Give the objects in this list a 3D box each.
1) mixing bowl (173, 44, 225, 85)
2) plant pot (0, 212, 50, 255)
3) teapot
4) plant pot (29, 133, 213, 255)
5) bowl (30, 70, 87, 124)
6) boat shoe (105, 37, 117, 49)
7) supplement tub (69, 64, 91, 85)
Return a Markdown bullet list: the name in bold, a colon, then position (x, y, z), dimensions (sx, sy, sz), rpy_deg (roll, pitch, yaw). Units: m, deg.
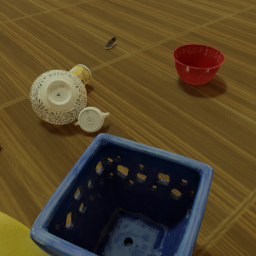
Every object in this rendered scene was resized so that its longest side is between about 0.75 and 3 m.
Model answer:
- **mixing bowl**: position (2.935, -2.615, 12.056), dimensions (2.144, 1.161, 2.144), rpy_deg (1, 42, -1)
- **plant pot**: position (-2.471, 2.863, 5.403), dimensions (1.739, 2.450, 2.450), rpy_deg (17, 40, -15)
- **teapot**: position (-1.289, -0.307, 9.873), dimensions (0.956, 0.943, 0.698), rpy_deg (28, 8, -1)
- **plant pot**: position (0.045, 2.047, 5.899), dimensions (2.667, 2.398, 2.667), rpy_deg (17, 49, 18)
- **bowl**: position (-2.380, -1.145, 9.735), dimensions (2.004, 2.004, 0.940), rpy_deg (-14, 1, -15)
- **boat shoe**: position (-0.912, -4.487, 14.745), dimensions (0.360, 0.324, 1.000), rpy_deg (21, 46, 22)
- **supplement tub**: position (-2.132, -2.001, 11.502), dimensions (0.839, 0.839, 1.154), rpy_deg (17, 45, 18)
